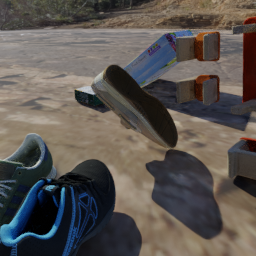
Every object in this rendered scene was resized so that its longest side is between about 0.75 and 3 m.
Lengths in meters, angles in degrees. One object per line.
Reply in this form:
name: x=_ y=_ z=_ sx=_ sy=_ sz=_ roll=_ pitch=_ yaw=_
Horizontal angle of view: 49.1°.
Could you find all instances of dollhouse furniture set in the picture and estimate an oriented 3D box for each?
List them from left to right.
dollhouse furniture set: x=2.372 y=-0.498 z=4.771 sx=1.408 sy=2.703 sz=2.732 roll=-21 pitch=23 yaw=-41

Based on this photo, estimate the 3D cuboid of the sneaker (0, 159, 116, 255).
sneaker: x=-0.699 y=0.938 z=3.436 sx=0.847 sy=0.948 sz=2.314 roll=7 pitch=26 yaw=11

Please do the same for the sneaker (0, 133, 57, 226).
sneaker: x=-1.659 y=0.817 z=3.732 sx=0.659 sy=0.883 sz=1.966 roll=10 pitch=35 yaw=15

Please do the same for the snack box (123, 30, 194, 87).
snack box: x=1.232 y=-2.573 z=10.546 sx=2.326 sy=0.933 sz=2.758 roll=-33 pitch=0 yaw=35

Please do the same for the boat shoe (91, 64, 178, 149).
boat shoe: x=0.172 y=-0.329 z=5.842 sx=0.715 sy=2.202 sz=0.794 roll=-29 pitch=27 yaw=43

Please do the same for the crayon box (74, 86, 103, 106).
crayon box: x=-0.873 y=-1.188 z=9.435 sx=0.982 sy=0.403 sz=1.562 roll=19 pitch=30 yaw=40
